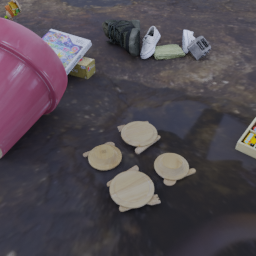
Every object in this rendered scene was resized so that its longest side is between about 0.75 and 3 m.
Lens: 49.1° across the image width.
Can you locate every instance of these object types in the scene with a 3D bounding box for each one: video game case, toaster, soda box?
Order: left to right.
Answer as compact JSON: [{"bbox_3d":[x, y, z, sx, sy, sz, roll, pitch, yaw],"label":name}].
[{"bbox_3d":[-2.807,-2.393,9.983,1.941,0.244,2.710,22,64,22],"label":"video game case"},{"bbox_3d":[-2.109,-2.367,10.411,1.749,0.560,0.592,18,44,19],"label":"soda box"},{"bbox_3d":[2.836,-3.228,11.225,0.745,0.489,0.824,-37,90,-36],"label":"toaster"}]

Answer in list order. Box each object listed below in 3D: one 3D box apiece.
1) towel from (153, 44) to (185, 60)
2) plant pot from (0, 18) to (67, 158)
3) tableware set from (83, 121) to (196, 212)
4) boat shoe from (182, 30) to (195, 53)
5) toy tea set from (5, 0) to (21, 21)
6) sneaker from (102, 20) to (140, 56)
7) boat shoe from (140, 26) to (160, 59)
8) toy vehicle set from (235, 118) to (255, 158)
[{"bbox_3d":[1.614,-3.175,11.605,1.328,0.242,0.986,-10,40,-12],"label":"towel"},{"bbox_3d":[-3.373,-0.794,7.075,2.913,2.913,2.607,12,57,14],"label":"plant pot"},{"bbox_3d":[0.209,0.797,6.908,2.155,0.299,2.580,-24,47,-23],"label":"tableware set"},{"bbox_3d":[2.620,-3.720,11.923,0.540,0.608,1.653,5,48,5],"label":"boat shoe"},{"bbox_3d":[-3.097,-3.200,6.861,0.525,1.419,0.844,-35,60,-17],"label":"toy tea set"},{"bbox_3d":[-0.288,-3.786,11.706,1.663,1.110,2.903,-1,37,1],"label":"sneaker"},{"bbox_3d":[0.828,-3.533,11.515,0.625,0.555,1.699,-7,47,33],"label":"boat shoe"},{"bbox_3d":[3.953,0.208,7.606,1.270,0.271,2.044,28,48,29],"label":"toy vehicle set"}]
